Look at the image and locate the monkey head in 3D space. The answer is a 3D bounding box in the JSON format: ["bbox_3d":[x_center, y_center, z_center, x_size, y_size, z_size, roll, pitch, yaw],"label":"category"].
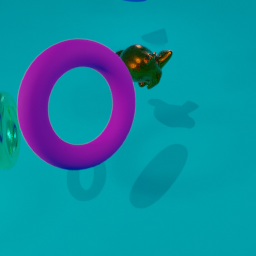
[{"bbox_3d":[0.392,-1.584,6.534,1.235,1.035,1.717,-51,32,-7],"label":"monkey head"}]

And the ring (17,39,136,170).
[{"bbox_3d":[-0.702,-0.337,4.461,2.074,2.074,0.415,-40,33,-27],"label":"ring"}]

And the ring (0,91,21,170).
[{"bbox_3d":[-2.228,0.048,5.080,0.285,1.427,1.427,-3,51,-9],"label":"ring"}]

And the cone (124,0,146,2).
[{"bbox_3d":[0.170,-4.794,9.139,1.036,1.040,1.036,5,12,-1],"label":"cone"}]
